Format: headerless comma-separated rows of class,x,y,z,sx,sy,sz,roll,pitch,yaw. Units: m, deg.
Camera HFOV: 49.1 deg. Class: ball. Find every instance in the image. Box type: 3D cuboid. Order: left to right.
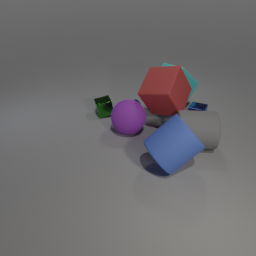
ball,0.018,-0.440,11.181,1.400,1.400,1.400,0,30,0

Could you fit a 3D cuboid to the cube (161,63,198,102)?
cube,2.112,-1.986,13.096,1.400,1.400,1.400,33,-1,-38

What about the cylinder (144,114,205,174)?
cylinder,1.459,0.519,8.950,1.400,1.400,1.400,-40,31,9

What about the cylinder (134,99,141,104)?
cylinder,0.150,-0.866,12.605,0.700,0.700,0.700,-25,38,-36

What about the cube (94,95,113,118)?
cube,-1.085,-0.971,12.688,0.700,0.700,0.700,-16,32,-8

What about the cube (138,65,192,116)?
cube,1.480,-1.453,11.059,1.400,1.400,1.400,6,60,37

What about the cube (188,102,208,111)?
cube,3.035,-0.656,12.246,0.700,0.700,0.700,14,32,22

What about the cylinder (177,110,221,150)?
cylinder,2.512,0.068,10.254,1.400,1.400,1.400,2,30,3
